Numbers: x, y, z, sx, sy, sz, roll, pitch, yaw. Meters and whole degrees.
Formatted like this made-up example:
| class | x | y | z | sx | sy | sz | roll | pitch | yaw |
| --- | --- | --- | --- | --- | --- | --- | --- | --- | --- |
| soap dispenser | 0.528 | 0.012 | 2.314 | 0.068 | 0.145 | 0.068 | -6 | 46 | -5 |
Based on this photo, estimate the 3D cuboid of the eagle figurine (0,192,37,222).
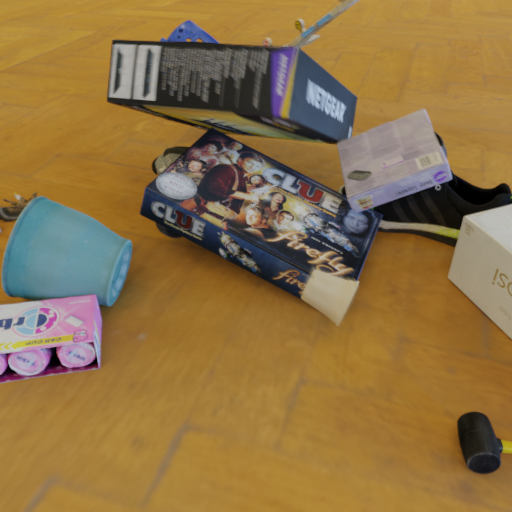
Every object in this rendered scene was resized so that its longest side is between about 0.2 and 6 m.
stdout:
| class | x | y | z | sx | sy | sz | roll | pitch | yaw |
| --- | --- | --- | --- | --- | --- | --- | --- | --- | --- |
| eagle figurine | -5.019 | -1.068 | 11.919 | 0.840 | 0.634 | 0.638 | -24 | -11 | 15 |

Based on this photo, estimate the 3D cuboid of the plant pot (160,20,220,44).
| class | x | y | z | sx | sy | sz | roll | pitch | yaw |
| --- | --- | --- | --- | --- | --- | --- | --- | --- | --- |
| plant pot | -1.646 | -4.428 | 13.260 | 1.450 | 1.450 | 1.303 | 40 | 50 | 6 |

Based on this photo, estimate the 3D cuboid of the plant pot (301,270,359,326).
| class | x | y | z | sx | sy | sz | roll | pitch | yaw |
| --- | --- | --- | --- | --- | --- | --- | --- | --- | --- |
| plant pot | 1.039 | 0.554 | 8.143 | 0.658 | 0.719 | 0.719 | 26 | 41 | 9 |

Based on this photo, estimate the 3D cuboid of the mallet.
| class | x | y | z | sx | sy | sz | roll | pitch | yaw |
| --- | --- | --- | --- | --- | --- | --- | --- | --- | --- |
| mallet | 3.699 | 2.443 | 7.221 | 2.217 | 0.456 | 0.730 | 4 | 32 | -3 |

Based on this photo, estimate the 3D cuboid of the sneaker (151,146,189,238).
| class | x | y | z | sx | sy | sz | roll | pitch | yaw |
| --- | --- | --- | --- | --- | --- | --- | --- | --- | --- |
| sneaker | -1.664 | -1.448 | 11.637 | 1.615 | 1.049 | 2.796 | 19 | 42 | 18 |

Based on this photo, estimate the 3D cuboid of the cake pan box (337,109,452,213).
| class | x | y | z | sx | sy | sz | roll | pitch | yaw |
| --- | --- | --- | --- | --- | --- | --- | --- | --- | --- |
| cake pan box | 2.580 | -1.840 | 10.647 | 1.951 | 0.510 | 1.797 | -20 | 44 | 17 |

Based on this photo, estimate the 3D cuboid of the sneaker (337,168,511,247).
| class | x | y | z | sx | sy | sz | roll | pitch | yaw |
| --- | --- | --- | --- | --- | --- | --- | --- | --- | --- |
| sneaker | 3.416 | -1.243 | 11.222 | 3.592 | 1.487 | 1.288 | 14 | 39 | 18 |

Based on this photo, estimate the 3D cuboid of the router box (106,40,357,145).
| class | x | y | z | sx | sy | sz | roll | pitch | yaw |
| --- | --- | --- | --- | --- | --- | --- | --- | --- | --- |
| router box | -0.187 | -3.053 | 10.948 | 3.409 | 1.133 | 4.336 | 10 | 8 | 22 |

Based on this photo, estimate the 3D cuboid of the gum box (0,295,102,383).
| class | x | y | z | sx | sy | sz | roll | pitch | yaw |
| --- | --- | --- | --- | --- | --- | --- | --- | --- | --- |
| gum box | -3.378 | 1.262 | 8.553 | 1.895 | 0.627 | 1.076 | -6 | 37 | -9 |

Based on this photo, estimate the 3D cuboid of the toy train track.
| class | x | y | z | sx | sy | sz | roll | pitch | yaw |
| --- | --- | --- | --- | --- | --- | --- | --- | --- | --- |
| toy train track | 0.943 | -4.503 | 10.973 | 1.585 | 0.449 | 2.763 | -34 | 11 | -34 |

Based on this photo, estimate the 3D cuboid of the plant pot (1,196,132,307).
| class | x | y | z | sx | sy | sz | roll | pitch | yaw |
| --- | --- | --- | --- | --- | --- | --- | --- | --- | --- |
| plant pot | -3.047 | 0.074 | 9.422 | 1.651 | 1.757 | 1.757 | 17 | 37 | -3 |

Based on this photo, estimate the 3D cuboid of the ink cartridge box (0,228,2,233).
| class | x | y | z | sx | sy | sz | roll | pitch | yaw |
| --- | --- | --- | --- | --- | --- | --- | --- | --- | --- |
| ink cartridge box | -5.831 | -0.632 | 11.481 | 1.137 | 0.239 | 0.679 | 26 | 43 | 33 |

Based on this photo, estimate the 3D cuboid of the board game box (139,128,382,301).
| class | x | y | z | sx | sy | sz | roll | pitch | yaw |
| --- | --- | --- | --- | --- | --- | --- | --- | --- | --- |
| board game box | 0.220 | -0.761 | 10.263 | 3.845 | 0.665 | 2.605 | 27 | 41 | 5 |

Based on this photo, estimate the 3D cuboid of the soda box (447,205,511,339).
| class | x | y | z | sx | sy | sz | roll | pitch | yaw |
| --- | --- | --- | --- | --- | --- | --- | --- | --- | --- |
| soda box | 4.906 | 0.930 | 8.355 | 1.503 | 1.405 | 4.412 | -13 | 38 | -17 |
